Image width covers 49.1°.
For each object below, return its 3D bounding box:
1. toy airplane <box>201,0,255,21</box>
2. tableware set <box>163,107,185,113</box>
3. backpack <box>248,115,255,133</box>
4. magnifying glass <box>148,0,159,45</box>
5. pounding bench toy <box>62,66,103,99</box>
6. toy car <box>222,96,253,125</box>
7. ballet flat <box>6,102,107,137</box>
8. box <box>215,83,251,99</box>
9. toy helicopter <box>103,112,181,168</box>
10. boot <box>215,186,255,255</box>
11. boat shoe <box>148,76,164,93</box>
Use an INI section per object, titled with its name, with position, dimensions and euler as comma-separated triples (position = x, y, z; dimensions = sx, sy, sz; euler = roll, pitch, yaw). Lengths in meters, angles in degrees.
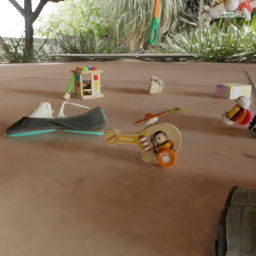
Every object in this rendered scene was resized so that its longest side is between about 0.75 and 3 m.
[toy airplane]
position = 2.197, -2.669, 5.762
dimensions = 1.261, 1.267, 0.894
euler = 17, 60, 10
[tableware set]
position = 1.763, -0.693, 10.554
dimensions = 0.810, 0.124, 0.546
euler = -5, 17, -19
[backpack]
position = 3.955, -0.394, 7.408
dimensions = 0.995, 1.322, 1.173
euler = 29, 26, 19
[magnifying glass]
position = 0.543, -2.185, 5.779
dimensions = 0.103, 0.916, 0.365
euler = 17, 27, 22
[pounding bench toy]
position = -2.250, -2.172, 13.271
dimensions = 1.851, 1.444, 1.150
euler = -12, 20, -36
[toy car]
position = 3.510, -0.459, 8.746
dimensions = 0.780, 0.911, 1.041
euler = 42, 30, 14
[ballet flat]
position = -1.903, -0.240, 7.541
dimensions = 2.634, 0.901, 0.896
euler = -1, -1, -7
[box]
position = 5.072, -1.802, 13.533
dimensions = 1.229, 0.594, 1.081
euler = -6, 17, -21
[toy helicopter]
position = 0.278, 0.159, 5.851
dimensions = 1.648, 1.090, 0.650
euler = 3, 16, 12
[boot]
position = 2.246, 0.952, 3.585
dimensions = 1.831, 0.949, 2.802
euler = 4, 14, 35
[boat shoe]
position = 1.522, -2.228, 14.803
dimensions = 0.719, 0.798, 2.213
euler = 12, 19, 5
